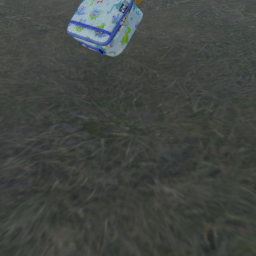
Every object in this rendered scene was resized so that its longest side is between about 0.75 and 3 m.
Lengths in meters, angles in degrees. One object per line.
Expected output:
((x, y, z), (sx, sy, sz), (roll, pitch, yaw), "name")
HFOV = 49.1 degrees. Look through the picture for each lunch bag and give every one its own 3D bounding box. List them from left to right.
((-0.791, -3.328, 8.880), (2.269, 0.935, 1.824), (32, 91, 37), "lunch bag")

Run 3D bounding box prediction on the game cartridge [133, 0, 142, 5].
((0.236, -4.503, 9.402), (1.224, 1.079, 0.198), (-33, 85, -30), "game cartridge")
